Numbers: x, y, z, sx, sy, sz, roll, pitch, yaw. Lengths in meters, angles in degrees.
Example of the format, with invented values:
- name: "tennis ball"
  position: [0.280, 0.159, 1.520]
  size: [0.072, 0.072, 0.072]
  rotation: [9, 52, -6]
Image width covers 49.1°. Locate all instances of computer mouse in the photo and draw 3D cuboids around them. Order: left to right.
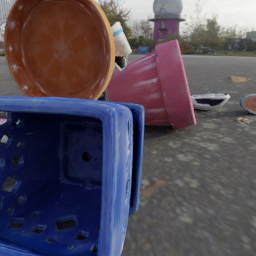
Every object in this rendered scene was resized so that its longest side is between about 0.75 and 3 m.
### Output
- name: "computer mouse"
  position: [3.016, -1.111, 12.541]
  size: [2.951, 0.647, 1.618]
  rotation: [-1, 13, 16]

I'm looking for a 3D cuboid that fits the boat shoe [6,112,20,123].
- name: "boat shoe"
  position: [-3.687, -0.408, 9.978]
  size: [0.766, 0.850, 2.405]
  rotation: [-14, 21, -32]

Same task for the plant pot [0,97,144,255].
- name: "plant pot"
  position: [-0.973, 0.624, 4.655]
  size: [2.393, 2.392, 2.151]
  rotation: [6, 12, 17]

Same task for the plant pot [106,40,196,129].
- name: "plant pot"
  position: [0.782, -1.302, 9.936]
  size: [2.674, 2.988, 2.988]
  rotation: [-12, 16, 14]

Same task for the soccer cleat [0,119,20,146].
- name: "soccer cleat"
  position: [-3.629, 0.155, 8.507]
  size: [2.025, 0.707, 0.874]
  rotation: [3, 19, 8]

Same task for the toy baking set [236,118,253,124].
- name: "toy baking set"
  position: [4.491, -0.287, 10.826]
  size: [0.707, 0.082, 0.543]
  rotation: [-13, 23, -35]

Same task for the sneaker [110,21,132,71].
- name: "sneaker"
  position: [-0.577, -2.052, 8.244]
  size: [0.917, 1.060, 2.447]
  rotation: [-38, 6, -18]

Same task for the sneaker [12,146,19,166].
- name: "sneaker"
  position: [-2.696, 0.823, 6.634]
  size: [1.718, 0.657, 0.984]
  rotation: [8, 21, 31]

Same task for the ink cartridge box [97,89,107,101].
- name: "ink cartridge box"
  position: [-1.418, -1.849, 11.412]
  size: [0.577, 2.660, 2.635]
  rotation: [-7, 20, -17]

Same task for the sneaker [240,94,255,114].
- name: "sneaker"
  position: [5.762, -1.079, 12.137]
  size: [2.422, 0.864, 0.968]
  rotation: [2, 15, -16]

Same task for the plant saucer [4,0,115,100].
- name: "plant saucer"
  position: [-1.611, -1.788, 6.522]
  size: [2.878, 2.878, 0.465]
  rotation: [7, 19, 20]
